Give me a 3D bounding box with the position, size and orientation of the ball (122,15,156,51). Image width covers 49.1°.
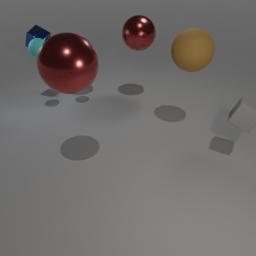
[{"bbox_3d":[0.446,-3.913,11.570,1.400,1.400,1.400,0,31,0],"label":"ball"}]

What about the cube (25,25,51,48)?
[{"bbox_3d":[-3.629,-3.571,11.302,0.700,0.700,0.700,29,52,-5],"label":"cube"}]

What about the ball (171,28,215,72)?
[{"bbox_3d":[2.128,-2.557,9.227,1.400,1.400,1.400,0,31,0],"label":"ball"}]

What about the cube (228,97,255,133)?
[{"bbox_3d":[3.549,-0.403,8.498,0.700,0.700,0.700,33,31,6],"label":"cube"}]

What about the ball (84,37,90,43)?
[{"bbox_3d":[-2.283,-3.399,12.411,1.400,1.400,1.400,0,31,0],"label":"ball"}]

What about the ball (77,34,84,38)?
[{"bbox_3d":[-1.935,-3.202,10.589,0.700,0.700,0.700,0,31,0],"label":"ball"}]

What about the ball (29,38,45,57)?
[{"bbox_3d":[-3.292,-2.944,10.312,0.700,0.700,0.700,0,31,0],"label":"ball"}]

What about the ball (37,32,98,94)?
[{"bbox_3d":[-1.392,-1.493,6.537,1.400,1.400,1.400,0,31,0],"label":"ball"}]
